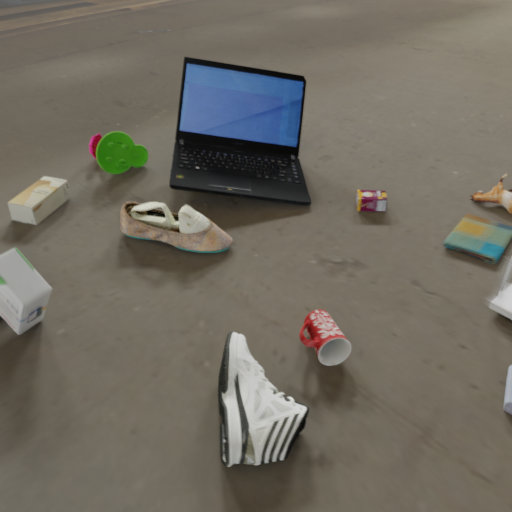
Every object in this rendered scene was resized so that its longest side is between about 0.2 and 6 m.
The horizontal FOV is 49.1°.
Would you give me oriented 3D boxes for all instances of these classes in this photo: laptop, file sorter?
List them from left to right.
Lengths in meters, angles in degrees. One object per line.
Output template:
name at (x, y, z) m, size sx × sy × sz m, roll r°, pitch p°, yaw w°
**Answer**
laptop at (-0.287, -2.975, 13.093) m, size 3.167 × 1.846 × 3.574 m, roll 6°, pitch 35°, yaw -8°
file sorter at (5.138, 0.585, 8.997) m, size 1.368 × 1.228 × 1.972 m, roll -27°, pitch 45°, yaw -35°

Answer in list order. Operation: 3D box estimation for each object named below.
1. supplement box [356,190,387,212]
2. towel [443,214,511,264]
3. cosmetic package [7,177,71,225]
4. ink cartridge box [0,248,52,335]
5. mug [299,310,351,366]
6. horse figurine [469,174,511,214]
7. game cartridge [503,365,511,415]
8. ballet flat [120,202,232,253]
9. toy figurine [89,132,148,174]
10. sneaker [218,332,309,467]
supplement box at (2.537, -1.211, 12.343) m, size 0.632 × 0.326 × 0.414 m, roll 2°, pitch 36°, yaw 3°
towel at (4.531, -0.373, 11.337) m, size 1.065 × 0.158 × 1.452 m, roll 23°, pitch 40°, yaw 27°
cosmetic package at (-4.721, -1.226, 12.253) m, size 0.671 × 0.454 × 1.276 m, roll 11°, pitch 37°, yaw 14°
ink cartridge box at (-3.782, 0.583, 8.843) m, size 0.895 × 1.232 × 0.539 m, roll 47°, pitch 50°, yaw 5°
mug at (1.030, 1.199, 8.726) m, size 0.540 × 0.719 × 0.810 m, roll -43°, pitch 33°, yaw 11°
horse figurine at (5.660, -1.252, 12.312) m, size 1.019 × 0.384 × 1.538 m, roll -33°, pitch 51°, yaw -21°
game cartridge at (4.237, 2.078, 7.841) m, size 1.389 × 0.281 × 0.926 m, roll 14°, pitch 42°, yaw 19°
ballet flat at (-1.644, -0.629, 11.120) m, size 2.404 × 0.808 × 0.818 m, roll 8°, pitch 36°, yaw 11°
toy figurine at (-3.598, -2.673, 14.050) m, size 1.375 × 1.033 × 1.266 m, roll 0°, pitch 19°, yaw -40°
sneaker at (0.089, 1.949, 7.754) m, size 1.171 × 0.768 × 2.036 m, roll 5°, pitch 43°, yaw -9°
